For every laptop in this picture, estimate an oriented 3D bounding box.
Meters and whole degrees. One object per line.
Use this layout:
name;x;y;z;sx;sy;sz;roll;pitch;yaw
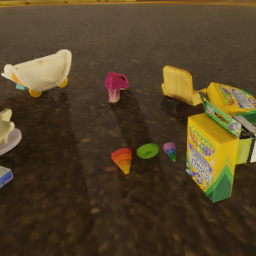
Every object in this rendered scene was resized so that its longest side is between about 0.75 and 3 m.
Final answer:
laptop;1.767;-0.920;11.186;0.764;0.443;0.716;-47;47;-16

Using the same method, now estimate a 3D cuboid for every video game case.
video game case;-3.890;1.366;6.849;1.353;0.339;1.493;14;32;23

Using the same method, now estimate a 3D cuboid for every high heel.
high heel;-0.496;-2.216;12.194;0.899;1.280;2.669;6;30;10

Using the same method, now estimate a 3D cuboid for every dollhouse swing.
dollhouse swing;2.366;-1.903;11.515;1.477;1.429;1.625;-23;36;-34

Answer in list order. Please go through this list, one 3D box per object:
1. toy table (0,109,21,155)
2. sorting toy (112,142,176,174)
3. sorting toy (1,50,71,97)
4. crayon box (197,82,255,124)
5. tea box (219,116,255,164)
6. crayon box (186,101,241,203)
toy table;-3.985;0.128;8.449;1.460;0.930;1.588;4;31;8
sorting toy;0.503;0.862;7.697;1.841;0.638;0.634;-9;54;-11
sorting toy;-4.382;-2.530;12.787;2.593;1.539;2.881;15;33;39
crayon box;3.437;-0.860;9.399;1.964;0.506;1.235;9;44;-18
tea box;2.986;0.340;8.124;1.264;0.859;1.285;-6;30;-10
crayon box;1.914;0.548;6.567;0.520;2.018;1.269;-13;32;-15
